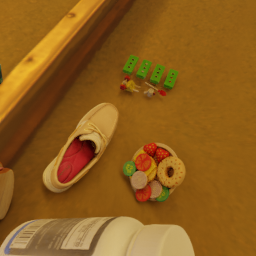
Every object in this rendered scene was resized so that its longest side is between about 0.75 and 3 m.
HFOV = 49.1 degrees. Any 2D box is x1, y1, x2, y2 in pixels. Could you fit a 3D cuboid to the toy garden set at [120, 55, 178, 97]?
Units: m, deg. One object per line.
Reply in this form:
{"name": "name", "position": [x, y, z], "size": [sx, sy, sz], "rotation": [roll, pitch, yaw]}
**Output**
{"name": "toy garden set", "position": [0.606, -1.498, 8.868], "size": [1.661, 0.331, 1.384], "rotation": [21, 58, 5]}

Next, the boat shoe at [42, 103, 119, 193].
{"name": "boat shoe", "position": [-0.960, 0.405, 6.887], "size": [1.006, 0.944, 2.729], "rotation": [40, 64, -15]}

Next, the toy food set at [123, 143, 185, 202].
{"name": "toy food set", "position": [0.581, 1.039, 6.612], "size": [1.399, 0.344, 1.414], "rotation": [-48, 57, 13]}

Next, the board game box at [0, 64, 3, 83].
{"name": "board game box", "position": [-4.336, -1.440, 8.417], "size": [0.263, 0.847, 1.122], "rotation": [41, 57, 7]}

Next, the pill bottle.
{"name": "pill bottle", "position": [-0.551, 2.314, 4.482], "size": [2.985, 1.698, 1.698], "rotation": [-11, 47, 29]}

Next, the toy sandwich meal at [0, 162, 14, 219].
{"name": "toy sandwich meal", "position": [-3.152, 1.503, 5.567], "size": [0.740, 2.162, 2.162], "rotation": [10, 54, 9]}
